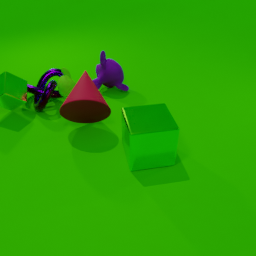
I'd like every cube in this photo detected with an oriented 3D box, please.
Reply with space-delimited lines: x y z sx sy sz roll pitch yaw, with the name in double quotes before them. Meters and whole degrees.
"cube" 0.490 0.199 6.800 1.127 1.127 1.127 -7 37 -9
"cube" -3.504 -1.065 8.210 0.757 0.757 0.757 -20 65 28

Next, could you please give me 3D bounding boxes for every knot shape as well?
"knot shape" -2.607 -1.173 8.853 1.656 0.765 1.550 -15 37 1

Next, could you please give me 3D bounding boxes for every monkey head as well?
"monkey head" -1.729 -1.281 8.553 0.786 1.093 0.659 -7 1 4
"monkey head" -0.699 -1.743 9.455 0.944 1.566 1.127 -15 28 46

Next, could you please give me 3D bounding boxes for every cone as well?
"cone" -1.171 -1.026 7.730 1.362 1.362 1.367 -2 66 -3
